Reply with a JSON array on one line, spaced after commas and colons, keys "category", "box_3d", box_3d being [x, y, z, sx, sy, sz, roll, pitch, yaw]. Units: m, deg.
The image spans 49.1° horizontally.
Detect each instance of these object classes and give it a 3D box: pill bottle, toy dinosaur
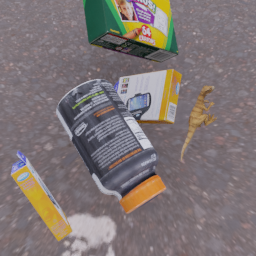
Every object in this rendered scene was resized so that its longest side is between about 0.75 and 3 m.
[{"category": "pill bottle", "box_3d": [-0.249, 0.327, 4.814, 1.155, 1.155, 2.174, -26, 73, -21]}, {"category": "toy dinosaur", "box_3d": [1.513, -0.135, 6.306, 0.516, 1.709, 0.908, 23, 11, 42]}]

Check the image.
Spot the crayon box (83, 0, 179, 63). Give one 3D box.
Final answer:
[{"category": "crayon box", "box_3d": [0.108, -3.342, 7.840, 2.868, 0.836, 2.474, -1, 80, -45]}]

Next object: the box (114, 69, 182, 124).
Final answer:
[{"category": "box", "box_3d": [0.308, -0.668, 6.424, 1.861, 0.386, 1.108, 2, 79, 48]}]

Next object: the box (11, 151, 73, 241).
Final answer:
[{"category": "box", "box_3d": [-1.490, 1.071, 4.640, 0.308, 1.486, 0.885, -36, 14, -16]}]
